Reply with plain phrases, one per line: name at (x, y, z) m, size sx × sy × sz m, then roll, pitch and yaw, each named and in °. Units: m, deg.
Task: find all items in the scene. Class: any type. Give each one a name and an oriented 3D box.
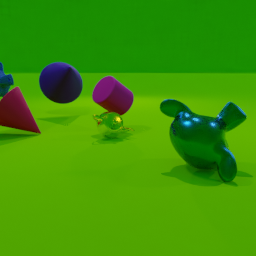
teapot at (-0.364, -0.089, 6.698) m, size 1.069 × 0.664 × 0.523 m, roll 22°, pitch -22°, yaw -21°
cylinder at (-0.392, -0.833, 7.391) m, size 0.803 × 0.803 × 0.803 m, roll 13°, pitch -14°, yaw 46°
cone at (-2.103, -1.765, 9.460) m, size 1.571 × 1.571 × 1.577 m, roll -6°, pitch -7°, yaw -25°
cone at (-2.674, -0.220, 7.081) m, size 1.176 × 1.171 × 1.171 m, roll 40°, pitch 6°, yaw -11°
monkey head at (1.346, 0.061, 4.689) m, size 1.699 × 1.222 × 1.024 m, roll 52°, pitch 22°, yaw 24°
monkey head at (-4.390, -1.597, 9.800) m, size 1.115 × 1.550 × 0.934 m, roll -9°, pitch 8°, yaw 7°
